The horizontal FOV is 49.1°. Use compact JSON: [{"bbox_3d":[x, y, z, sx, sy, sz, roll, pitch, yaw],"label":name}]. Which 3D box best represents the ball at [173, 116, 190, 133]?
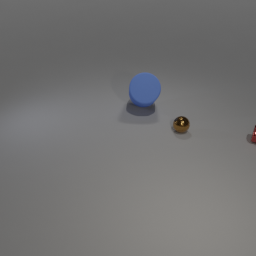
[{"bbox_3d":[2.227,-0.148,11.675,0.700,0.700,0.700,0,31,0],"label":"ball"}]

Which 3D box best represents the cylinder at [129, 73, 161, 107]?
[{"bbox_3d":[0.746,-1.722,12.934,1.400,1.400,1.400,0,-2,0],"label":"cylinder"}]

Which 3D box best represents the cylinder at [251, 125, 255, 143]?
[{"bbox_3d":[5.269,0.284,10.981,0.700,0.700,0.700,15,34,22],"label":"cylinder"}]
